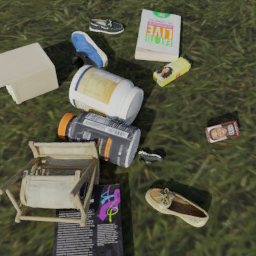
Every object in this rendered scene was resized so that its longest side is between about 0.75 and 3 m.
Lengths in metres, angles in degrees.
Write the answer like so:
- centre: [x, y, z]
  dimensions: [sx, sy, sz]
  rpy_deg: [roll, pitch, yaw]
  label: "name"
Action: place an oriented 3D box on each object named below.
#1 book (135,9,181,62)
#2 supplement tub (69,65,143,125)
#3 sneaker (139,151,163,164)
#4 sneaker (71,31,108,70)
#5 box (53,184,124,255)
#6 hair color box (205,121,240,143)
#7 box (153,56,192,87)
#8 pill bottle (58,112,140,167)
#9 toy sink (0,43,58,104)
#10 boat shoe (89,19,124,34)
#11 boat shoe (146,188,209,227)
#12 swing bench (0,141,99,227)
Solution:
- centre: [1.476, -4.404, 13.333]
  dimensions: [1.953, 0.702, 2.923]
  rpy_deg: [9, 56, 0]
  label: "book"
- centre: [-0.793, -1.194, 10.539]
  dimensions: [2.388, 1.724, 1.724]
  rpy_deg: [25, 60, 15]
  label: "supplement tub"
- centre: [0.780, 1.120, 9.910]
  dimensions: [0.911, 0.303, 0.412]
  rpy_deg: [14, 61, 13]
  label: "sneaker"
- centre: [-2.111, -3.360, 12.431]
  dimensions: [1.317, 0.908, 2.367]
  rpy_deg: [-32, 69, -29]
  label: "sneaker"
- centre: [-1.166, 3.148, 8.464]
  dimensions: [2.036, 0.514, 2.847]
  rpy_deg: [-3, 58, -3]
  label: "box"
- centre: [3.432, 0.133, 10.196]
  dimensions: [1.114, 0.341, 0.566]
  rpy_deg: [-15, 91, -3]
  label: "hair color box"
- centre: [1.929, -2.463, 12.146]
  dimensions: [1.687, 0.423, 0.635]
  rpy_deg: [-33, 63, -20]
  label: "box"
- centre: [-1.033, 0.298, 9.758]
  dimensions: [2.688, 1.428, 1.428]
  rpy_deg: [18, 59, 12]
  label: "pill bottle"
- centre: [-4.365, -2.096, 11.337]
  dimensions: [2.499, 1.400, 1.629]
  rpy_deg: [-27, 61, -22]
  label: "toy sink"
- centre: [-1.058, -5.031, 13.749]
  dimensions: [1.719, 0.519, 0.650]
  rpy_deg: [0, 57, 0]
  label: "boat shoe"
- centre: [1.544, 2.402, 8.857]
  dimensions: [2.045, 0.641, 0.749]
  rpy_deg: [21, 59, 13]
  label: "boat shoe"
- centre: [-2.211, 1.597, 8.633]
  dimensions: [2.259, 1.474, 2.272]
  rpy_deg: [0, 37, 12]
  label: "swing bench"
